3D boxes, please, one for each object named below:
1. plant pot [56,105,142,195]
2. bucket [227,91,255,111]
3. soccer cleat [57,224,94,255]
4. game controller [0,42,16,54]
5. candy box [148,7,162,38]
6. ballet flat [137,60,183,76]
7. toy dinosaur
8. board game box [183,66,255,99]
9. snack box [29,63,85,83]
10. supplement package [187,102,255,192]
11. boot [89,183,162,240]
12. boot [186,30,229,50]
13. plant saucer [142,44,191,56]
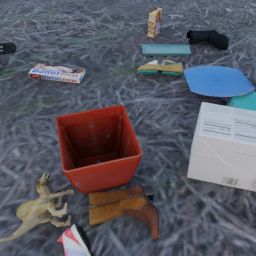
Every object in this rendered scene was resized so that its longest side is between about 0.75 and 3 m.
[{"bbox_3d":[-0.767,0.703,7.382,1.832,1.616,1.834,-11,47,-10],"label":"plant pot"},{"bbox_3d":[3.872,-0.599,9.203,1.276,0.830,1.276,1,45,-1],"label":"bucket"},{"bbox_3d":[-0.991,2.925,6.051,0.610,0.569,1.668,-35,54,-3],"label":"soccer cleat"},{"bbox_3d":[-5.686,-3.531,12.506,1.286,0.271,0.671,-10,61,-9],"label":"game controller"},{"bbox_3d":[1.254,-4.961,13.201,0.331,1.173,0.684,24,50,22],"label":"candy box"},{"bbox_3d":[1.266,-2.404,11.089,1.813,0.622,0.572,4,88,-4],"label":"ballet flat"},{"bbox_3d":[-2.018,2.003,6.580,1.320,0.760,2.610,1,21,3],"label":"toy dinosaur"},{"bbox_3d":[3.174,-1.516,10.098,2.140,0.527,2.709,-1,33,2],"label":"board game box"},{"bbox_3d":[-2.804,-2.187,11.142,2.073,0.252,0.745,8,46,7],"label":"snack box"},{"bbox_3d":[2.897,0.549,7.394,2.306,1.796,1.279,11,47,10],"label":"supplement package"},{"bbox_3d":[-0.109,2.080,6.776,1.691,0.579,1.592,-9,47,-7],"label":"boot"},{"bbox_3d":[3.514,-3.941,12.552,1.433,0.651,1.706,-7,39,-11],"label":"boot"},{"bbox_3d":[1.686,-3.443,12.421,2.104,0.200,0.736,0,46,1],"label":"plant saucer"}]
